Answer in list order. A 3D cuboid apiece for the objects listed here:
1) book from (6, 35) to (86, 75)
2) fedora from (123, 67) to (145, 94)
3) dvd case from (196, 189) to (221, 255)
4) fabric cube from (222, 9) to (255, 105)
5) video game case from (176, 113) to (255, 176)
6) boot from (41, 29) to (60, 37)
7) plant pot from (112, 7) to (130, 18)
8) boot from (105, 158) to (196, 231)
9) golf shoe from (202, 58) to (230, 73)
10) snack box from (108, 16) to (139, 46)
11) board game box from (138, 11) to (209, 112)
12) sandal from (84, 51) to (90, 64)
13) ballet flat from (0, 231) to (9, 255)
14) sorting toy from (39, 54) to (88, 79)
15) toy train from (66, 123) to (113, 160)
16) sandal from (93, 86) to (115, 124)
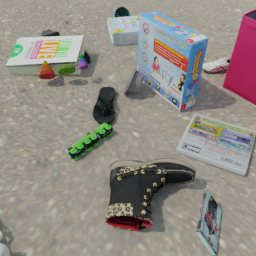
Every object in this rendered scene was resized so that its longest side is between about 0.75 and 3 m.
[{"bbox_3d":[-3.228,-2.981,11.322,2.813,0.676,1.880,-1,53,5],"label":"book"},{"bbox_3d":[0.249,-1.607,9.868,0.512,1.134,1.003,23,65,-4],"label":"fedora"},{"bbox_3d":[1.800,2.048,6.154,0.125,0.827,1.133,-15,31,36],"label":"dvd case"},{"bbox_3d":[5.296,-2.359,9.365,2.742,2.733,2.690,-28,51,-27],"label":"fabric cube"},{"bbox_3d":[2.632,0.406,8.278,1.940,0.214,1.766,19,47,19],"label":"video game case"},{"bbox_3d":[-3.846,-4.324,13.178,0.741,0.393,1.126,21,37,25],"label":"boot"},{"bbox_3d":[-0.416,-5.616,14.205,0.916,0.916,0.614,-25,22,-24],"label":"plant pot"},{"bbox_3d":[0.524,1.544,6.646,2.185,0.799,1.645,2,42,7],"label":"boot"},{"bbox_3d":[3.630,-2.525,11.044,1.411,0.650,0.512,-2,44,0],"label":"golf shoe"},{"bbox_3d":[0.138,-4.645,13.239,2.009,0.680,1.694,-9,45,-7],"label":"snack box"},{"bbox_3d":[1.330,-2.242,9.410,0.705,2.469,2.522,-25,50,-24],"label":"board game box"},{"bbox_3d":[-2.213,-3.428,12.077,0.797,0.508,2.121,-24,49,-22],"label":"sandal"},{"bbox_3d":[-2.916,2.488,5.737,0.762,0.758,2.229,-20,47,-31],"label":"ballet flat"},{"bbox_3d":[-2.415,-2.328,10.291,1.873,0.650,0.645,-13,81,7],"label":"sorting toy"},{"bbox_3d":[-1.129,0.361,8.254,0.468,0.347,1.661,26,49,38],"label":"toy train"},{"bbox_3d":[-0.799,-0.869,9.424,0.737,0.470,1.962,-1,44,-1],"label":"sandal"}]
